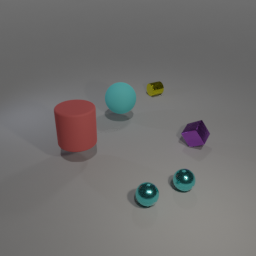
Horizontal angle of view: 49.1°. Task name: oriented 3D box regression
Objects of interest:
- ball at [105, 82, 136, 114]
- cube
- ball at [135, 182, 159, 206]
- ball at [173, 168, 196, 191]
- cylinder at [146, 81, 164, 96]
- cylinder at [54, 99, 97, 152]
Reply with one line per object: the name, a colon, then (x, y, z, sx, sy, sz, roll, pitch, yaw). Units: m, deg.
ball: (-0.331, -1.332, 12.501, 1.400, 1.400, 1.400, 0, 30, 0)
cube: (2.618, 0.224, 10.824, 0.700, 0.700, 0.700, -18, 23, 45)
ball: (0.565, 1.940, 8.222, 0.700, 0.700, 0.700, 0, 30, 0)
ball: (1.760, 1.622, 8.771, 0.700, 0.700, 0.700, 0, 30, 0)
cylinder: (1.473, -2.141, 15.233, 0.700, 0.700, 0.700, -16, 34, -25)
cylinder: (-1.809, -0.102, 9.807, 1.400, 1.400, 1.400, 1, 28, 0)
